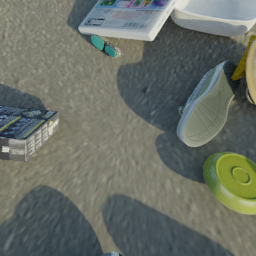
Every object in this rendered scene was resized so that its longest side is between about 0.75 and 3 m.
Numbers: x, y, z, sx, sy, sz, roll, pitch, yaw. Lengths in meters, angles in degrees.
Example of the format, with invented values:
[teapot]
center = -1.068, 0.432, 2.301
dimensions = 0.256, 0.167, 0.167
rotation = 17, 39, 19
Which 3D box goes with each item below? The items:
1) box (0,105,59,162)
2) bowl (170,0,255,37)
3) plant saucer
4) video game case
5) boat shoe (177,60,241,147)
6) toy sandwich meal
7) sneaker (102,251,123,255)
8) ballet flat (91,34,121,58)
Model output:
[box]
center = -2.620, 0.019, 6.086
dimensions = 1.699, 0.518, 2.108
rotation = 4, 18, 1
[bowl]
center = 2.698, -3.969, 8.863
dimensions = 2.703, 1.010, 2.707
rotation = 14, 60, 8
[plant saucer]
center = 2.412, 1.091, 6.078
dimensions = 1.556, 0.242, 1.556
rotation = 9, 47, -9
[video game case]
center = 0.135, -3.685, 8.428
dimensions = 2.707, 0.321, 2.464
rotation = 18, 67, 33
[boat shoe]
center = 1.954, -0.621, 7.057
dimensions = 0.978, 0.851, 2.655
rotation = 41, 66, -21
[toy sandwich meal]
center = 3.557, -1.461, 7.259
dimensions = 2.291, 0.785, 2.291
rotation = -1, 92, -31
[sneaker]
center = -1.246, 3.258, 4.591
dimensions = 1.707, 1.182, 2.827
rotation = 22, 63, 2
[ballet flat]
center = -0.631, -2.446, 8.389
dimensions = 1.114, 0.401, 0.401
rotation = 40, 67, 20
